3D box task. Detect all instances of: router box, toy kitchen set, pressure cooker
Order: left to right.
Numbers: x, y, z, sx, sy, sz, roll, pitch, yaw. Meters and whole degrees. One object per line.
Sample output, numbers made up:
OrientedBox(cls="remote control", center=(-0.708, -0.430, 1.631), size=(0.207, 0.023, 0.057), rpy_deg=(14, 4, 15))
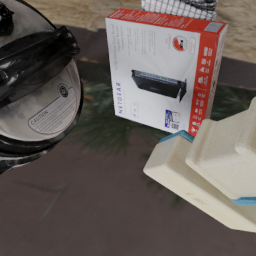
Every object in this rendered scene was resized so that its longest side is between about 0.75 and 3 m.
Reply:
OrientedBox(cls="pressure cooker", center=(-1.647, -0.477, 3.364), size=(2.204, 1.968, 1.938), rpy_deg=(-19, 65, 35))
OrientedBox(cls="router box", center=(0.622, -0.926, 5.131), size=(1.913, 2.132, 0.521), rpy_deg=(18, 47, 23))
OrientedBox(cls="toy kitchen set", center=(1.856, -0.140, 3.210), size=(1.668, 2.831, 2.268), rpy_deg=(34, 68, -9))

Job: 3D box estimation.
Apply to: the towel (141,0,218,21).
OrientedBox(cls="towel", center=(0.922, -2.114, 5.239), size=(1.305, 1.576, 0.674), rpy_deg=(19, 87, 4))
